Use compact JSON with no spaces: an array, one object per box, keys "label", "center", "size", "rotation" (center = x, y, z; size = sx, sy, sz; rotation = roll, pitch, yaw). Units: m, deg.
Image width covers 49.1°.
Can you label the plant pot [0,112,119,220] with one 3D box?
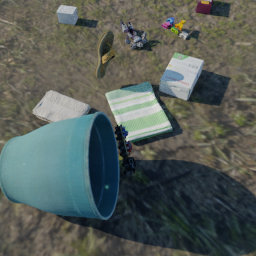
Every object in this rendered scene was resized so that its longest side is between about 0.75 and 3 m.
[{"label":"plant pot","center":[-1.836,1.079,7.676],"size":[2.631,2.800,2.800],"rotation":[-5,55,12]}]

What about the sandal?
[{"label":"sandal","center":[-0.748,-2.532,9.972],"size":[0.514,1.903,0.764],"rotation":[32,41,18]}]

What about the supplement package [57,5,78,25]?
[{"label":"supplement package","center":[-2.818,-5.287,13.104],"size":[0.771,0.585,0.581],"rotation":[10,56,7]}]

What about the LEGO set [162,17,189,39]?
[{"label":"LEGO set","center":[2.266,-4.664,12.726],"size":[0.571,0.530,1.390],"rotation":[-40,66,-23]}]

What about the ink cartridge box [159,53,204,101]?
[{"label":"ink cartridge box","center":[2.060,-2.004,10.800],"size":[1.196,0.720,1.645],"rotation":[21,57,14]}]

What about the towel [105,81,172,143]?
[{"label":"towel","center":[0.374,-0.631,10.138],"size":[1.795,0.275,2.354],"rotation":[-17,58,-10]}]

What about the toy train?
[{"label":"toy train","center":[-0.066,0.531,7.587],"size":[0.381,0.284,1.663],"rotation":[-6,50,-12]}]

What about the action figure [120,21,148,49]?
[{"label":"action figure","center":[0.228,-4.068,12.330],"size":[1.017,0.542,1.564],"rotation":[-22,62,-21]}]

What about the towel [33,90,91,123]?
[{"label":"towel","center":[-2.401,-0.654,10.124],"size":[1.850,0.319,1.226],"rotation":[20,59,13]}]

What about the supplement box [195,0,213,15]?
[{"label":"supplement box","center":[3.793,-6.214,13.757],"size":[0.701,0.544,1.270],"rotation":[14,57,9]}]
